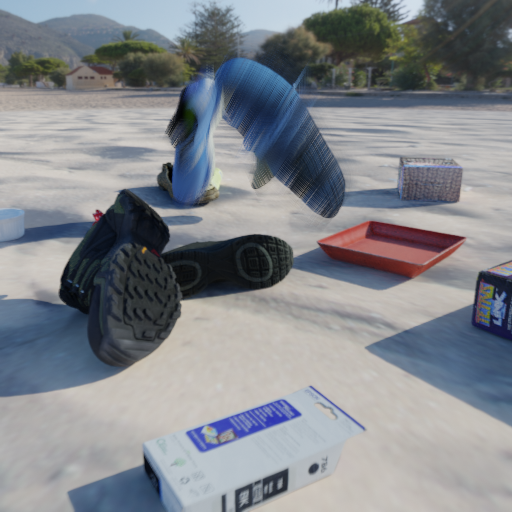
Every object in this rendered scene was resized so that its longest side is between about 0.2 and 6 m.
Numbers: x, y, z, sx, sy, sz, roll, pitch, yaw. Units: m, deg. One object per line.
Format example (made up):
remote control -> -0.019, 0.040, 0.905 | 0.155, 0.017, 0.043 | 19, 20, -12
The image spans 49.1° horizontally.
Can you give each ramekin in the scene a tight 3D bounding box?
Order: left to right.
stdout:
ramekin -> -4.467, -0.529, 9.733 | 0.869, 0.423, 0.869 | 0, 19, 0

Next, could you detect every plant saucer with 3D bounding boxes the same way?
plant saucer -> 2.096, -0.115, 8.643 | 1.733, 0.318, 1.730 | 13, 22, 37

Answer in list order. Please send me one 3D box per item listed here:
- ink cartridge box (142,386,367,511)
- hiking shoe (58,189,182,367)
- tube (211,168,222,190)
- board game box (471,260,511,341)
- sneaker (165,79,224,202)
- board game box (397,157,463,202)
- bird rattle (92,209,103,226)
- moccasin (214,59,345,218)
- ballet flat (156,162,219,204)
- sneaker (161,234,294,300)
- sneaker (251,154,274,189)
ink cartridge box -> 0.006, 1.405, 4.025 | 1.482, 0.290, 0.737 | -12, 21, -28
hiking shoe -> -1.617, 0.392, 6.337 | 1.318, 0.992, 2.619 | -39, 31, 19
tube -> -1.109, -1.875, 13.835 | 0.460, 0.412, 1.587 | 7, 17, -1
board game box -> 4.044, 0.499, 6.106 | 2.577, 0.731, 2.130 | -13, 20, -34
sneaker -> -1.292, -2.070, 10.290 | 0.901, 2.293, 1.022 | 23, 27, 25
board game box -> 4.003, -1.805, 13.064 | 1.277, 0.776, 1.602 | 3, 18, 9
bird rattle -> -2.439, -0.694, 10.175 | 0.828, 0.572, 1.015 | 23, 28, 16
moccasin -> 0.412, -1.375, 6.678 | 0.915, 2.273, 0.775 | -37, 28, 25
ballet flat -> -1.665, -1.723, 13.017 | 0.949, 0.653, 2.817 | -9, 20, -25
sneaker -> -0.492, 0.045, 7.528 | 2.034, 0.772, 0.923 | -5, 13, -18
sneaker -> 0.120, -2.343, 11.161 | 0.905, 2.042, 0.785 | 19, -7, -21
